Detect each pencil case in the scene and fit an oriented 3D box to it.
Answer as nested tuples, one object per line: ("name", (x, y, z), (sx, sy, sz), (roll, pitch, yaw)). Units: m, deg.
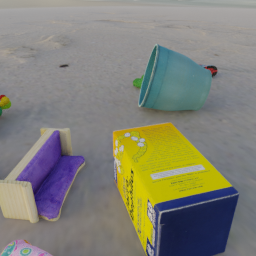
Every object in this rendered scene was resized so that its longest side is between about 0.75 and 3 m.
("pencil case", (-1.064, 2.084, 3.641), (1.585, 0.693, 0.693), (18, 33, 31))

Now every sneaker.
("sneaker", (3.041, -2.512, 12.430), (1.673, 0.663, 0.799), (4, 14, -5))

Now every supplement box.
("supplement box", (0.630, 1.019, 4.991), (1.274, 1.266, 2.326), (-8, 29, -15))

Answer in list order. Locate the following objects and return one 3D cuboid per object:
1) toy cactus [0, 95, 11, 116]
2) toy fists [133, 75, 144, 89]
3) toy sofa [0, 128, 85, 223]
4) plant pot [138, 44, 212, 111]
("toy cactus", (-4.305, -0.506, 7.962), (2.029, 1.257, 2.459), (43, 22, 27))
("toy fists", (0.725, -1.885, 11.360), (0.580, 0.391, 1.138), (12, 31, 36))
("toy sofa", (-1.647, 0.846, 5.746), (1.033, 0.876, 2.116), (3, 28, 8))
("plant pot", (1.533, -1.441, 9.043), (1.927, 2.050, 2.050), (14, 28, -6))
